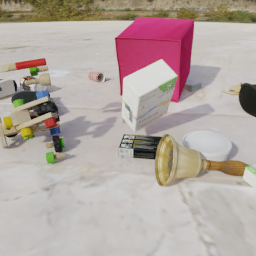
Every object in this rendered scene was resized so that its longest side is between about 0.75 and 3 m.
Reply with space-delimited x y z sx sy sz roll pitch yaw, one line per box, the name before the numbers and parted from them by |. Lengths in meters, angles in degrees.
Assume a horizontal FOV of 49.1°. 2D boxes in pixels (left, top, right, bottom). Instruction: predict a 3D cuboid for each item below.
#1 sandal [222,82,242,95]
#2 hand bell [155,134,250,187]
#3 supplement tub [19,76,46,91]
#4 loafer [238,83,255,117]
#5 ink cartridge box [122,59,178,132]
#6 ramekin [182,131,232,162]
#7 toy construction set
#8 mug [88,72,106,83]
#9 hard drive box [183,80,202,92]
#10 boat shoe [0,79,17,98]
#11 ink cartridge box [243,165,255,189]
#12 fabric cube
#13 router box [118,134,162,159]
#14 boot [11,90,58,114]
sandal | 5.174 -1.784 12.654 1.729 0.569 0.634 19 32 33
hand bell | 2.002 0.936 6.894 2.423 1.262 1.262 9 24 -12
supplement tub | -4.374 -1.958 12.810 1.224 0.750 0.750 20 33 35
loafer | 5.225 -0.794 10.286 1.024 1.048 2.871 -6 36 -21
ink cartridge box | 0.549 -0.743 8.167 1.320 2.253 0.759 -30 65 -18
ramekin | 2.116 0.622 7.664 1.312 0.611 1.312 0 27 0
toy construction set | -3.076 -0.480 7.925 2.067 2.690 2.243 -12 20 -12
mug | -1.606 -2.614 14.612 0.808 0.717 0.539 18 67 41
hard drive box | 3.060 -2.048 13.483 0.825 0.317 0.643 -22 34 -37
boat shoe | -6.157 -1.569 12.052 1.152 0.928 2.485 9 21 39
ink cartridge box | 3.410 1.176 6.770 0.940 0.395 0.684 -10 28 -19
fabric cube | 1.266 -3.088 12.435 2.743 2.796 2.787 9 39 17
router box | 0.401 0.536 8.173 1.229 0.314 0.916 4 25 8
boot | -3.639 -0.871 10.837 1.566 0.624 1.900 -12 33 -20
